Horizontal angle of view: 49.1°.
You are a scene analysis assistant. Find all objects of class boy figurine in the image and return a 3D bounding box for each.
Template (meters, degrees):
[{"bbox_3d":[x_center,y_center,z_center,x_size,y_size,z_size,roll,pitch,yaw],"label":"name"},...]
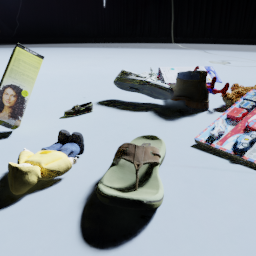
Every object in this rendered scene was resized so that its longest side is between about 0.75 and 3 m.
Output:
[{"bbox_3d":[-1.740,0.643,5.729,1.265,0.656,2.035,11,20,20],"label":"boy figurine"}]

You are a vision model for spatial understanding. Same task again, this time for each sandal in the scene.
[{"bbox_3d":[0.149,0.606,5.488,1.186,0.852,2.987,3,21,8],"label":"sandal"}]

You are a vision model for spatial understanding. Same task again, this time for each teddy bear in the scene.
[{"bbox_3d":[4.676,-1.232,10.512,2.528,0.844,1.833,-6,23,-14],"label":"teddy bear"}]

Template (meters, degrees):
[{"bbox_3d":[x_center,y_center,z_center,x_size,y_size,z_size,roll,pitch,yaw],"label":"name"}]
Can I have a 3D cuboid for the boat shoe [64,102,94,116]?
[{"bbox_3d":[-1.704,-0.657,9.645,1.135,0.342,0.405,-17,26,-38],"label":"boat shoe"}]

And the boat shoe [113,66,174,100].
[{"bbox_3d":[0.746,-1.921,11.189,2.645,1.128,0.977,16,-19,32],"label":"boat shoe"}]

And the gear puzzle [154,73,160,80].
[{"bbox_3d":[0.875,-2.985,15.908,2.728,0.357,1.413,-4,21,-11],"label":"gear puzzle"}]

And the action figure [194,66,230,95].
[{"bbox_3d":[3.114,-2.012,11.398,0.902,1.368,2.764,22,-2,-16],"label":"action figure"}]

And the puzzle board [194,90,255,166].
[{"bbox_3d":[3.427,-0.141,7.095,2.896,0.252,2.182,-35,37,-27],"label":"puzzle board"}]

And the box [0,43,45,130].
[{"bbox_3d":[-3.257,-1.206,8.157,0.898,2.386,0.598,23,-23,-31],"label":"box"}]

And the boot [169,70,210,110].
[{"bbox_3d":[2.306,-1.724,11.009,1.067,1.385,2.857,-8,22,-19],"label":"boot"}]

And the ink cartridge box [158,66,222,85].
[{"bbox_3d":[2.924,-2.377,13.431,2.722,0.571,1.624,-4,39,-4],"label":"ink cartridge box"}]
